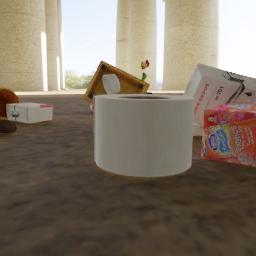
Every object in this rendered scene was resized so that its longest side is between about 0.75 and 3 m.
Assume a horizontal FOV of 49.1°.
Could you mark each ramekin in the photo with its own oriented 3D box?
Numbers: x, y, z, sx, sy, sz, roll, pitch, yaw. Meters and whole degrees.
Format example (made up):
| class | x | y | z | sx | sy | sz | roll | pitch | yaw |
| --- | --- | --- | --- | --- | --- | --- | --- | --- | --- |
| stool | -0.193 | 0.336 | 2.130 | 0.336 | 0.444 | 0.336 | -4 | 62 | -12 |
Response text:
| class | x | y | z | sx | sy | sz | roll | pitch | yaw |
| --- | --- | --- | --- | --- | --- | --- | --- | --- | --- |
| ramekin | -0.599 | -1.599 | 10.273 | 0.387 | 0.795 | 0.795 | -20 | 16 | -18 |

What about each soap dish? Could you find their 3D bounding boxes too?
| class | x | y | z | sx | sy | sz | roll | pitch | yaw |
| --- | --- | --- | --- | --- | --- | --- | --- | --- | --- |
| soap dish | -0.464 | -1.441 | 11.026 | 2.214 | 1.742 | 0.899 | 26 | 4 | -2 |

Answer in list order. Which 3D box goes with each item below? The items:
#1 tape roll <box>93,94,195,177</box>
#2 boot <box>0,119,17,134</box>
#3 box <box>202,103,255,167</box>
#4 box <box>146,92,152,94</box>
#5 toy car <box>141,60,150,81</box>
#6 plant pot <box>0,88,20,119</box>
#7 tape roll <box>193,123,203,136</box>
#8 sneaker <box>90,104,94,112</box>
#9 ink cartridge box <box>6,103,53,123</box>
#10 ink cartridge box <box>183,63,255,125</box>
| class | x | y | z | sx | sy | sz | roll | pitch | yaw |
| --- | --- | --- | --- | --- | --- | --- | --- | --- | --- |
| tape roll | 0.342 | 0.038 | 6.074 | 2.134 | 1.465 | 2.134 | 0 | 10 | 0 |
| boot | -4.389 | -0.136 | 8.768 | 1.407 | 0.485 | 1.510 | 11 | -4 | -5 |
| box | 2.842 | 0.028 | 7.028 | 1.260 | 1.162 | 2.455 | 7 | 12 | 34 |
| box | 0.930 | -1.729 | 17.611 | 1.069 | 1.051 | 0.663 | 8 | 13 | 42 |
| toy car | 0.634 | -2.094 | 10.307 | 0.181 | 0.765 | 0.813 | 11 | 21 | 16 |
| plant pot | -5.965 | -1.045 | 13.130 | 1.010 | 1.443 | 1.443 | -14 | -1 | 39 |
| tape roll | 2.367 | -0.103 | 10.133 | 2.100 | 0.384 | 2.100 | 0 | 10 | 0 |
| sneaker | -0.911 | -1.225 | 15.529 | 2.390 | 0.798 | 1.281 | -5 | 11 | -6 |
| ink cartridge box | -4.427 | -0.711 | 12.580 | 1.765 | 0.749 | 1.286 | 11 | 14 | 39 |
| ink cartridge box | 2.988 | -0.855 | 8.780 | 2.279 | 1.668 | 0.978 | 12 | 37 | -7 |
